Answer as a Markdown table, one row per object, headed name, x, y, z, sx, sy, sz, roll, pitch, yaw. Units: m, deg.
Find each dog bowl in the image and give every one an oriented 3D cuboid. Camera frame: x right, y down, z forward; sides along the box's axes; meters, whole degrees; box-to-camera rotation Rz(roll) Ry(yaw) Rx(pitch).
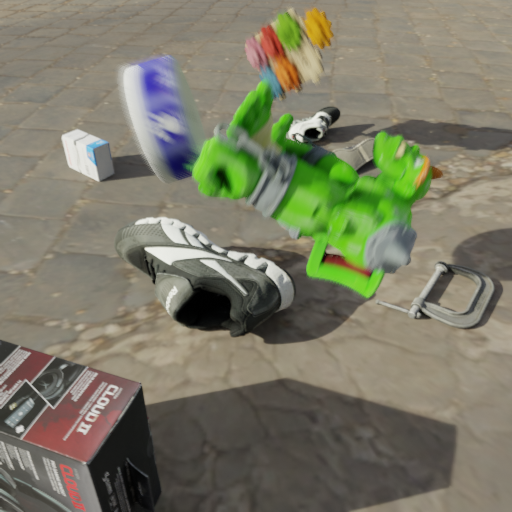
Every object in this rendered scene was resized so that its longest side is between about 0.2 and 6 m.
| name | x | y | z | sx | sy | sz | roll | pitch | yaw |
| --- | --- | --- | --- | --- | --- | --- | --- | --- | --- |
| dog bowl | -1.224 | -1.916 | 7.922 | 0.658 | 1.670 | 1.670 | -17 | 37 | 6 |

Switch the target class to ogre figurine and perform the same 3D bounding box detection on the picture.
| name | x | y | z | sx | sy | sz | roll | pitch | yaw |
| --- | --- | --- | --- | --- | --- | --- | --- | --- | --- |
| ogre figurine | 0.844 | -0.774 | 6.889 | 2.326 | 3.880 | 1.904 | 32 | 87 | 6 |

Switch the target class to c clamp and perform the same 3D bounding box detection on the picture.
| name | x | y | z | sx | sy | sz | roll | pitch | yaw |
| --- | --- | --- | --- | --- | --- | --- | --- | --- | --- |
| c clamp | 3.399 | 0.638 | 10.243 | 1.665 | 0.264 | 1.949 | 26 | 45 | 30 |

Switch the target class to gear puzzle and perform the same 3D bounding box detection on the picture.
| name | x | y | z | sx | sy | sz | roll | pitch | yaw |
| --- | --- | --- | --- | --- | --- | --- | --- | --- | --- |
| gear puzzle | 0.741 | -4.603 | 12.813 | 0.424 | 1.677 | 3.237 | -35 | 14 | -24 |

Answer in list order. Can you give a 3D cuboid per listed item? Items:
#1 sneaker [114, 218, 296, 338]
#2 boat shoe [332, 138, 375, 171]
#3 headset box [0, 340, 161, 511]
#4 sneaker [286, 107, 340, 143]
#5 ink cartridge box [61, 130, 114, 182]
| name | x | y | z | sx | sy | sz | roll | pitch | yaw |
| --- | --- | --- | --- | --- | --- | --- | --- | --- | --- |
| sneaker | -1.263 | 0.374 | 9.796 | 3.680 | 1.223 | 1.665 | 21 | 39 | 22 |
| boat shoe | 2.290 | -2.401 | 14.146 | 1.916 | 0.696 | 0.601 | -27 | 2 | -23 |
| headset box | -2.470 | 2.253 | 6.561 | 2.920 | 2.173 | 1.127 | 14 | 40 | 16 |
| sneaker | 1.735 | -3.520 | 15.411 | 1.793 | 0.664 | 0.794 | -30 | 46 | -20 |
| ink cartridge box | -4.147 | -2.490 | 13.818 | 1.232 | 0.891 | 0.519 | 26 | 44 | 30 |
